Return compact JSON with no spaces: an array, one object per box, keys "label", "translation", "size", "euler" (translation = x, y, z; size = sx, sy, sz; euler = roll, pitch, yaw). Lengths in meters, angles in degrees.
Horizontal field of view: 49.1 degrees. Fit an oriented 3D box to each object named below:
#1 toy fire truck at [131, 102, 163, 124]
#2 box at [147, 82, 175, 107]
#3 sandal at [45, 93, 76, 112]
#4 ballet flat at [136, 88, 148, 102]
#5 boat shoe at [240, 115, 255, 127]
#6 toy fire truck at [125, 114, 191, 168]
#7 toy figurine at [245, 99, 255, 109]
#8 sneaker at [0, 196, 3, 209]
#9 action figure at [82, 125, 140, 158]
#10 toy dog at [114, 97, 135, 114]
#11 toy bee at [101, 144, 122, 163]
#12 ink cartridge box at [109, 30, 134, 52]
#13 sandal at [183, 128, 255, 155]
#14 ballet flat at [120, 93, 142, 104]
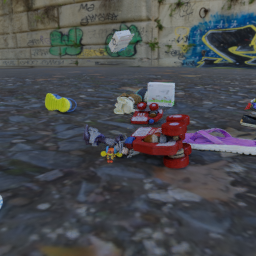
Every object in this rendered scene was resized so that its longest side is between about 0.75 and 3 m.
[{"label":"toy fire truck","translation":[0.883,-0.548,12.753],"size":[1.358,0.761,1.140],"euler":[4,40,14]},{"label":"box","translation":[1.930,-1.984,16.416],"size":[1.492,1.317,0.722],"euler":[5,17,18]},{"label":"sandal","translation":[-3.626,-1.309,15.104],"size":[2.305,0.916,1.004],"euler":[21,15,39]},{"label":"ballet flat","translation":[1.224,-2.111,17.825],"size":[0.890,0.890,2.435],"euler":[6,13,21]},{"label":"boat shoe","translation":[5.657,-0.282,12.015],"size":[1.550,0.482,0.578],"euler":[11,18,31]},{"label":"toy fire truck","translation":[0.923,0.370,8.501],"size":[1.837,1.227,2.188],"euler":[-2,14,18]},{"label":"toy figurine","translation":[7.048,-1.133,15.307],"size":[1.258,0.663,0.753],"euler":[-20,53,-44]},{"label":"sneaker","translation":[-2.866,1.593,5.655],"size":[0.377,0.380,1.048],"euler":[0,15,3]},{"label":"action figure","translation":[-0.442,0.450,8.751],"size":[1.891,0.656,1.230],"euler":[15,-2,4]},{"label":"toy dog","translation":[-0.087,-1.229,14.680],"size":[1.216,0.875,1.254],"euler":[10,15,5]},{"label":"toy bee","translation":[-0.546,0.793,8.449],"size":[0.616,0.512,0.942],"euler":[-1,-11,26]},{"label":"ink cartridge box","translation":[-0.334,-4.404,13.958],"size":[0.806,0.464,1.391],"euler":[-20,-10,-28]},{"label":"sandal","translation":[3.051,0.314,9.510],"size":[2.837,0.697,1.154],"euler":[6,17,20]},{"label":"ballet flat","translation":[0.040,-1.739,17.012],"size":[0.703,0.659,1.944],"euler":[-32,30,-25]}]
